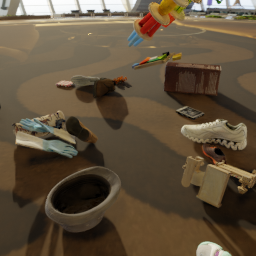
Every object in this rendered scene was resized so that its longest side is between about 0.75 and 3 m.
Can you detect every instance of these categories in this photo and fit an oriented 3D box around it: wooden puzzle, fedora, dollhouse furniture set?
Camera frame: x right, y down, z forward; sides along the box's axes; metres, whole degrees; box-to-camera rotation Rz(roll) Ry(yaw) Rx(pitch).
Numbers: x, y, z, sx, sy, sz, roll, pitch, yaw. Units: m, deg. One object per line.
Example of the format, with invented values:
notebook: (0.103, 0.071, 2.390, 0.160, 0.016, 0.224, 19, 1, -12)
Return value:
wooden puzzle: (0.936, -2.329, 9.572, 1.989, 0.233, 1.342, -9, 20, 27)
fedora: (-0.965, 1.709, 6.371, 1.536, 0.784, 1.736, 22, 40, 39)
dollhouse furniture set: (2.493, 1.395, 7.539, 1.566, 0.897, 1.837, 22, 11, 34)

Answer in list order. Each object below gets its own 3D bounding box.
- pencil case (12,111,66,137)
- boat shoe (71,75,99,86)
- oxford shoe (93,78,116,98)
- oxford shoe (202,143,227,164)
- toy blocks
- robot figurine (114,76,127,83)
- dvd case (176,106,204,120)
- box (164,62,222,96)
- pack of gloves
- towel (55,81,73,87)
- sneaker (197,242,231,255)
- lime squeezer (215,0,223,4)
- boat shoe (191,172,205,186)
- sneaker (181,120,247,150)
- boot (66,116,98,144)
pencil case: (-3.083, -0.066, 9.892, 1.835, 0.714, 0.821, -21, 33, -34)
boat shoe: (-2.268, -2.507, 14.979, 1.526, 0.549, 0.473, 2, 8, -11)
oxford shoe: (-1.100, -1.988, 13.567, 0.910, 0.783, 2.155, 8, 28, 12)
oxford shoe: (2.690, 0.726, 8.666, 0.424, 0.432, 1.190, -8, 28, -15)
toy blocks: (1.373, -4.537, 11.636, 2.933, 1.065, 2.445, -34, 1, 44)
robot figurine: (-0.475, -2.652, 15.433, 0.596, 0.239, 0.823, 19, 33, 36)
dvd case: (2.572, -0.633, 11.652, 0.712, 0.117, 0.947, -21, 33, -34)
box: (3.154, -2.453, 13.889, 2.642, 1.323, 0.990, 7, 28, 11)
pack of gloves: (-2.467, 0.203, 8.859, 1.933, 0.381, 1.624, 19, 21, -26)
towel: (-3.378, -2.368, 15.037, 0.858, 0.128, 0.628, 10, 29, 24)
sneaker: (1.093, 2.763, 4.249, 1.544, 0.858, 2.207, -4, 27, -10)
lime squeezer: (2.896, -4.210, 9.000, 0.190, 0.355, 1.005, 10, 0, 40)
boat shoe: (2.142, 1.394, 7.621, 1.091, 0.396, 0.342, -1, -14, 9)
sneaker: (2.899, 0.082, 9.469, 2.157, 0.874, 0.810, 9, 30, 20)
boot: (-1.636, 0.107, 9.735, 1.563, 0.575, 0.590, 36, 4, 40)
